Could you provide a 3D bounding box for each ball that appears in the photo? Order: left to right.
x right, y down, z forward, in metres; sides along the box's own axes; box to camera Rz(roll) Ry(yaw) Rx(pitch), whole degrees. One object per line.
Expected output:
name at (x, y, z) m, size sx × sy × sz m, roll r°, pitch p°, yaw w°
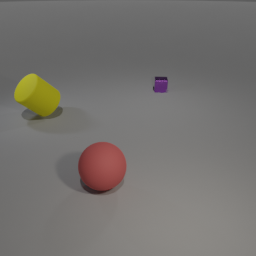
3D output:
ball at (-0.741, 1.102, 8.127) m, size 1.400 × 1.400 × 1.400 m, roll 0°, pitch 28°, yaw 0°

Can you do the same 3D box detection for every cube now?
cube at (1.831, -2.418, 15.597) m, size 0.700 × 0.700 × 0.700 m, roll 2°, pitch 29°, yaw 3°

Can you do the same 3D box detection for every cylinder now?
cylinder at (-3.934, -1.413, 12.229) m, size 1.400 × 1.400 × 1.400 m, roll -16°, pitch 58°, yaw 27°
